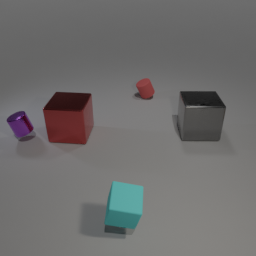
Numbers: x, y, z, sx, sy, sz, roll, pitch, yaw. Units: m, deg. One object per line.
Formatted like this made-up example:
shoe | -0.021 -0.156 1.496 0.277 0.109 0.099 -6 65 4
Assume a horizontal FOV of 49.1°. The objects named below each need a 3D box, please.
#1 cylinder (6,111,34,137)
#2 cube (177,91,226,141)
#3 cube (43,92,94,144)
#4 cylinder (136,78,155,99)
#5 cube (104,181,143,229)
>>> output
cylinder | -3.850 -0.142 10.020 0.700 0.700 0.700 -14 31 9
cube | 2.652 -0.468 10.400 1.400 1.400 1.400 0 30 1
cube | -2.110 -0.390 10.254 1.400 1.400 1.400 3 32 5
cylinder | 0.824 -1.873 13.237 0.700 0.700 0.700 -20 34 14
cube | -0.089 1.692 6.137 0.700 0.700 0.700 11 44 -5
